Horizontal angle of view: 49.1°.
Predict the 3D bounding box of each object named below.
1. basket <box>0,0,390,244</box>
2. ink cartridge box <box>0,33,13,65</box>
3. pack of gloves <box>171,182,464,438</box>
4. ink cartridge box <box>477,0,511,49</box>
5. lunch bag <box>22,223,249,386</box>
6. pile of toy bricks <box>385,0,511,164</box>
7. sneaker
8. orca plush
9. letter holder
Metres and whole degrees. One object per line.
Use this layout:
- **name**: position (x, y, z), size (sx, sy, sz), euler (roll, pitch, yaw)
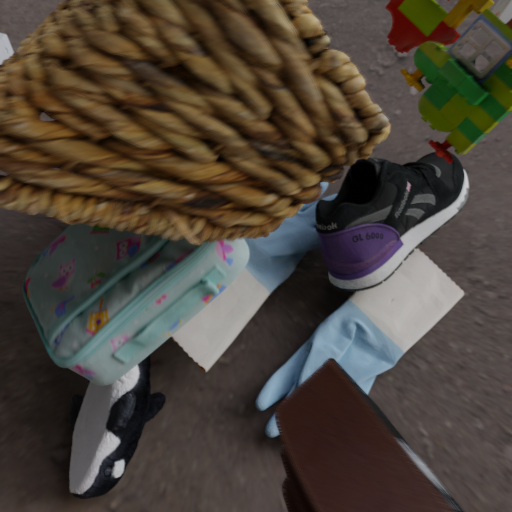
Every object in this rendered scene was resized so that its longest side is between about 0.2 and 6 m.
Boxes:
- **basket**: position (-0.805, -1.641, 5.892), size (2.981, 2.856, 4.001), euler (-39, 32, 14)
- **ink cartridge box**: position (-5.361, -4.136, 11.225), size (0.738, 0.536, 0.534), euler (14, 57, 9)
- **pack of gloves**: position (0.721, 0.700, 8.067), size (3.087, 0.725, 3.675), euler (45, 64, 9)
- **ink cartridge box**: position (3.770, -3.605, 7.903), size (0.491, 0.839, 1.161), euler (34, 100, -3)
- **lunch bag**: position (-1.330, 0.111, 6.155), size (2.395, 0.923, 1.921), euler (-42, 45, 0)
- **pile of toy bricks**: position (2.731, -2.030, 6.559), size (3.967, 1.959, 2.201), euler (50, 32, 13)
- **sneaker**: position (2.077, -0.972, 8.229), size (1.227, 1.419, 3.241), euler (6, 39, 46)
- **orca plush**: position (-1.682, 1.752, 7.311), size (1.395, 0.942, 2.651), euler (-35, 45, 31)
- **letter holder**: position (0.602, 1.594, 3.594), size (1.055, 0.747, 1.485), euler (-41, 32, 1)
